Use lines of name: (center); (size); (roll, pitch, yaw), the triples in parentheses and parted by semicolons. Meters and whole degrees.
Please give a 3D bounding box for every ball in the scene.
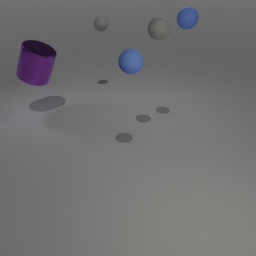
ball: (1.944, -3.582, 9.135); (0.700, 0.700, 0.700); (0, 29, 0)
ball: (-1.275, -4.954, 13.315); (0.700, 0.700, 0.700); (0, 29, 0)
ball: (0.958, -3.040, 8.557); (0.700, 0.700, 0.700); (0, 29, 0)
ball: (0.082, -1.834, 7.721); (0.700, 0.700, 0.700); (0, 29, 0)

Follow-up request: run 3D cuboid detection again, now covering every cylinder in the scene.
cylinder: (-3.841, -2.717, 11.720); (1.400, 1.400, 1.400); (19, 34, -13)
